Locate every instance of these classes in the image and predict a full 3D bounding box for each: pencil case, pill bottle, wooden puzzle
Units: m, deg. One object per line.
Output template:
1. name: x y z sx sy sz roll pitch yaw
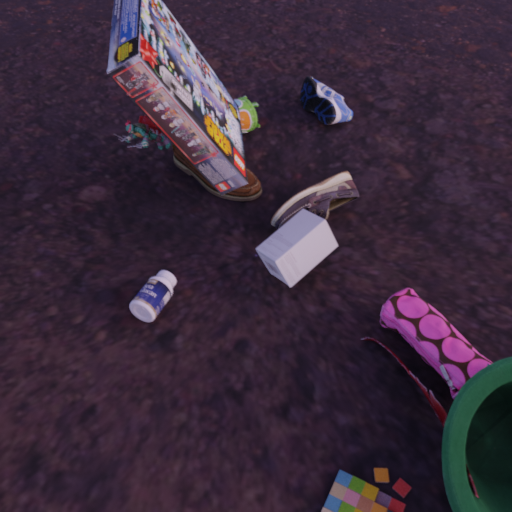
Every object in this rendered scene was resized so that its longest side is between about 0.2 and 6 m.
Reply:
1. pencil case: 3.007 1.496 9.560 1.004 0.972 2.143 -16 44 -29
2. pill bottle: -1.918 0.735 10.588 0.537 0.537 0.967 18 49 17
3. wooden puzzle: 1.471 3.731 7.967 1.046 0.124 1.764 21 49 19

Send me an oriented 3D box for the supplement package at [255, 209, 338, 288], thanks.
1. supplement package: 0.792 -0.163 10.826 1.288 0.756 0.753 -40 35 -11

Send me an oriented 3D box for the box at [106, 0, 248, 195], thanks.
1. box: -1.436 -3.285 11.234 0.744 3.731 2.554 -21 53 20

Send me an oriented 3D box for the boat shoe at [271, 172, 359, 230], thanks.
1. boat shoe: 1.333 -1.096 12.197 2.192 0.788 0.710 -30 74 -22

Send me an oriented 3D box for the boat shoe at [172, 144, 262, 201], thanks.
1. boat shoe: -0.994 -2.153 13.134 2.620 0.891 0.942 29 50 23

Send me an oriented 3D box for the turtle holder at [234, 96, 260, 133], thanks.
1. turtle holder: -0.526 -3.691 14.609 0.850 0.909 1.196 -26 61 -24

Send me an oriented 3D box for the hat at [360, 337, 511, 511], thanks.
1. hat: 3.506 2.778 8.811 2.640 2.805 3.187 -2 81 -10

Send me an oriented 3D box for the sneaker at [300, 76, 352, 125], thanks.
1. sneaker: 1.872 -4.217 15.365 0.806 0.792 2.092 -4 46 -28

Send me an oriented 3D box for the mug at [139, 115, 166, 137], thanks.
1. mug: -1.994 -2.944 12.838 1.222 0.815 1.085 27 51 38

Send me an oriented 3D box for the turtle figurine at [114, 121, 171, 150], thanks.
1. turtle figurine: -2.461 -2.592 12.177 1.113 0.560 0.833 10 17 -35
